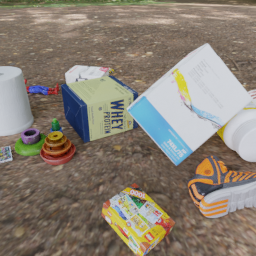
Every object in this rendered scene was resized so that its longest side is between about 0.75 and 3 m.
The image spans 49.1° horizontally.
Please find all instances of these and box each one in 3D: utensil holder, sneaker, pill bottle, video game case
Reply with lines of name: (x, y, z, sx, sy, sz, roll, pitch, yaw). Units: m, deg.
utensil holder: (-4.663, -1.059, 10.568, 1.802, 2.121, 1.802, 0, 30, 0)
sneaker: (2.946, 1.319, 7.559, 2.822, 1.095, 1.581, -7, 33, -12)
pill bottle: (3.807, -0.191, 9.624, 1.587, 1.587, 2.777, -3, 31, -6)
video game case: (-4.235, 0.909, 9.231, 0.742, 0.094, 0.814, -13, 32, -21)

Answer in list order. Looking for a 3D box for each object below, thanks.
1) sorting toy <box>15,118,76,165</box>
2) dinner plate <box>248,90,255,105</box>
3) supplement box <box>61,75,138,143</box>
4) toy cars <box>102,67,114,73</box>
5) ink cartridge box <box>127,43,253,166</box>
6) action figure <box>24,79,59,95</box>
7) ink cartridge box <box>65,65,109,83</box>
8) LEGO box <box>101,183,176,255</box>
sorting toy: (-2.738, 0.335, 9.335, 2.347, 0.963, 1.410, 15, 34, 25)
dinner plate: (5.509, -0.621, 11.042, 2.590, 0.314, 2.590, -10, 46, 10)
supplement box: (-1.098, -0.842, 10.795, 2.228, 1.498, 2.231, -16, 34, -25)
toy cars: (-1.327, -3.445, 16.430, 1.114, 0.247, 0.500, 15, 33, 23)
ink cartridge box: (1.631, -0.698, 8.225, 2.726, 1.991, 2.000, -41, 6, 3)
action figure: (-4.582, -2.129, 13.425, 2.312, 1.144, 0.755, -5, 31, -4)
ink cartridge box: (-2.058, -2.587, 14.422, 1.907, 0.804, 1.381, 7, 31, 11)
LEGO box: (0.219, 2.100, 6.482, 1.020, 0.528, 1.369, -26, 54, -37)
